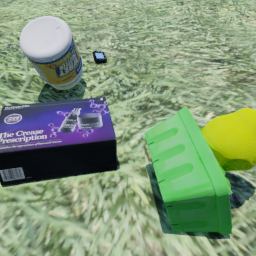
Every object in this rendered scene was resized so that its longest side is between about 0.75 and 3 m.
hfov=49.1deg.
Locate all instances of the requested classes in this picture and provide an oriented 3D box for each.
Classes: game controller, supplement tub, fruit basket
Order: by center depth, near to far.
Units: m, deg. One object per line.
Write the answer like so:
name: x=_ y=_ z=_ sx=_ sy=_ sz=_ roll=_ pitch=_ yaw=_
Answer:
fruit basket: x=1.645 y=0.607 z=5.455 sx=2.497 sy=1.801 sz=2.497 roll=-12 pitch=39 yaw=9
supplement tub: x=-2.252 y=-2.220 z=8.692 sx=1.490 sy=2.060 sz=1.490 roll=-2 pitch=70 yaw=4
game controller: x=-1.154 y=-2.898 z=11.369 sx=0.505 sy=0.204 sz=0.968 roll=-8 pitch=39 yaw=-10

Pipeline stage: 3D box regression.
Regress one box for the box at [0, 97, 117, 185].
box: x=-1.670 y=0.207 z=6.685 sx=2.584 sy=1.019 sz=1.824 roll=-7 pitch=36 yaw=-10
